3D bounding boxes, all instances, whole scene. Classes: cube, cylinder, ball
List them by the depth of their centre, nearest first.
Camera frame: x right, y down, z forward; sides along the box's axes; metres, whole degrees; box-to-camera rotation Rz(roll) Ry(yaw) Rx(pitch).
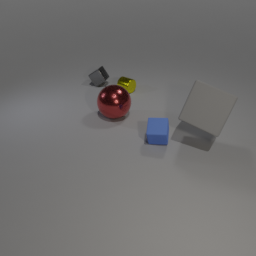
[{"bbox_3d":[2.718,-0.687,9.423,1.400,1.400,1.400,27,15,16],"label":"cube"},{"bbox_3d":[1.057,0.113,9.824,0.700,0.700,0.700,2,58,12],"label":"cube"},{"bbox_3d":[-0.566,-1.064,11.420,1.400,1.400,1.400,0,30,0],"label":"ball"},{"bbox_3d":[-0.064,-2.160,13.967,0.700,0.700,0.700,23,38,34],"label":"cylinder"},{"bbox_3d":[-1.511,-2.702,14.617,0.700,0.700,0.700,-26,18,26],"label":"cube"}]
